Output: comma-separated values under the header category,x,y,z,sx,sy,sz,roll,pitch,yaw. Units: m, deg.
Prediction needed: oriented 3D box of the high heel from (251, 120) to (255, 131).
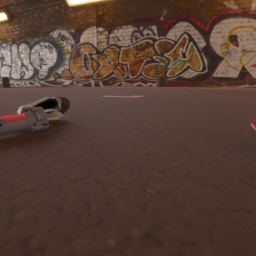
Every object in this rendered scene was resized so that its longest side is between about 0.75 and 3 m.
category,x,y,z,sx,sy,sz,roll,pitch,yaw
high heel,3.385,-0.031,6.453,0.700,0.492,1.460,-42,9,13

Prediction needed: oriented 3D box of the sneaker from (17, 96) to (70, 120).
category,x,y,z,sx,sy,sz,roll,pitch,yaw
sneaker,-2.584,-0.731,9.697,1.246,0.809,2.158,-18,6,40

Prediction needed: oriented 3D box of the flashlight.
category,x,y,z,sx,sy,sz,roll,pitch,yaw
flashlight,-3.243,-0.194,7.356,0.836,0.833,2.460,10,15,27
